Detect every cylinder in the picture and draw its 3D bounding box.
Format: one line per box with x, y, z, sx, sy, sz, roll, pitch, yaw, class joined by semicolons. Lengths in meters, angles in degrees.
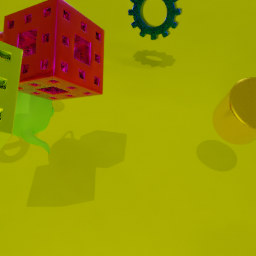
2.313;-0.296;5.474;1.045;1.045;1.045;0;72;-1;cylinder

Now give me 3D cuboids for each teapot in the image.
-1.897;-0.321;5.529;0.893;1.135;1.825;6;57;-37;teapot

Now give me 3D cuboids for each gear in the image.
0.953;-4.159;10.025;1.895;1.895;0.350;15;32;17;gear

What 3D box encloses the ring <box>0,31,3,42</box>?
-3.081;-1.880;7.802;1.695;1.695;0.339;25;57;26;ring

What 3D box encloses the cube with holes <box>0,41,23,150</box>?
-2.004;-0.317;3.140;1.156;1.156;1.156;16;54;-34;cube with holes

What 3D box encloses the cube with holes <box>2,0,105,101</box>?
-1.106;-1.084;4.247;1.067;1.067;1.067;-3;-8;30;cube with holes
